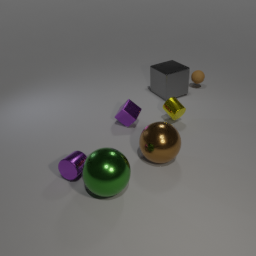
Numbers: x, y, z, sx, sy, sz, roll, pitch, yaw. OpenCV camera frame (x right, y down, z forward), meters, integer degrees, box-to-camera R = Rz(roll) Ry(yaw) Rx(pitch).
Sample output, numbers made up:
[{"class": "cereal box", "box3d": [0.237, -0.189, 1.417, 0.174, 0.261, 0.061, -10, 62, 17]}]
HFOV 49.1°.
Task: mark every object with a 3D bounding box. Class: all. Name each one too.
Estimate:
[{"class": "cube", "box3d": [0.007, -0.599, 11.354, 0.700, 0.700, 0.700, 37, 49, -11]}, {"class": "ball", "box3d": [1.069, 0.482, 9.340, 1.400, 1.400, 1.400, 0, 31, 0]}, {"class": "ball", "box3d": [-0.617, 1.257, 8.042, 1.400, 1.400, 1.400, 0, 31, 0]}, {"class": "cylinder", "box3d": [-1.699, 1.156, 8.770, 0.700, 0.700, 0.700, 13, 24, 20]}, {"class": "ball", "box3d": [3.654, -2.668, 14.632, 0.700, 0.700, 0.700, 0, 31, 0]}, {"class": "cube", "box3d": [2.049, -2.392, 13.904, 1.400, 1.400, 1.400, -20, 36, -23]}, {"class": "cylinder", "box3d": [1.902, -0.804, 11.539, 0.700, 0.700, 0.700, -21, 59, -31]}]
